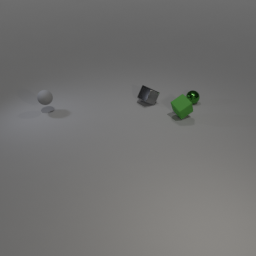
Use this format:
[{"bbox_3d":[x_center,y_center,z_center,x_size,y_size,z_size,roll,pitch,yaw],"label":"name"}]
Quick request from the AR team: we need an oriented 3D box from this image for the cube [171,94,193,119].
[{"bbox_3d":[2.466,-0.969,12.761,0.700,0.700,0.700,-35,56,-2],"label":"cube"}]

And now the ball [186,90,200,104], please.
[{"bbox_3d":[3.298,-1.568,14.279,0.700,0.700,0.700,0,31,0],"label":"ball"}]

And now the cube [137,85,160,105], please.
[{"bbox_3d":[1.033,-1.663,14.183,0.700,0.700,0.700,14,14,-45],"label":"cube"}]

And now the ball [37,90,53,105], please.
[{"bbox_3d":[-3.866,-1.419,13.053,0.700,0.700,0.700,0,31,0],"label":"ball"}]
